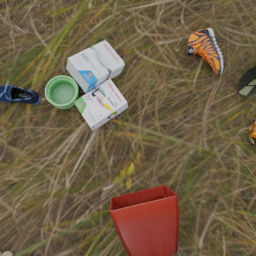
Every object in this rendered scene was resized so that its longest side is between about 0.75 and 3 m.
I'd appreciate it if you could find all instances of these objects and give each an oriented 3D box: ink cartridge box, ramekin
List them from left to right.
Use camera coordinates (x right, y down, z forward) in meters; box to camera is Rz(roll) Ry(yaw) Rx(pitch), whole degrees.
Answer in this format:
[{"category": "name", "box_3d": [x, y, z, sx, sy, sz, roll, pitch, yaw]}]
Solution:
[{"category": "ramekin", "box_3d": [-2.635, -1.402, 11.379, 1.315, 0.642, 1.315, 0, 75, 0]}, {"category": "ink cartridge box", "box_3d": [-1.297, -2.480, 11.275, 1.875, 0.785, 1.360, -35, 82, -27]}, {"category": "ink cartridge box", "box_3d": [-1.060, -0.936, 11.233, 1.763, 0.740, 1.276, -34, 79, -6]}]

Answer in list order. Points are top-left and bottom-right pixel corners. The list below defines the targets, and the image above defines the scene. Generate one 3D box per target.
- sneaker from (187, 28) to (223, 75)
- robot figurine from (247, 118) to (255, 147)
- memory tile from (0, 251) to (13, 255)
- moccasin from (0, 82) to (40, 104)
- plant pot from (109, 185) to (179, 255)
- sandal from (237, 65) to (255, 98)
[{"category": "sneaker", "box_3d": [3.149, -3.114, 11.786, 1.244, 0.862, 2.221, -13, 67, 1]}, {"category": "robot figurine", "box_3d": [5.663, 0.280, 11.078, 1.797, 0.523, 1.303, 21, 76, 5]}, {"category": "memory tile", "box_3d": [-4.881, 5.292, 10.127, 1.284, 0.141, 1.676, 5, 77, 1]}, {"category": "moccasin", "box_3d": [-4.640, -1.472, 11.387, 2.060, 0.702, 0.829, 3, 77, 1]}, {"category": "plant pot", "box_3d": [0.662, 3.300, 9.678, 2.186, 2.184, 1.926, -13, 88, -3]}, {"category": "sandal", "box_3d": [5.596, -2.267, 11.435, 2.768, 0.790, 1.099, -50, 48, -3]}]
